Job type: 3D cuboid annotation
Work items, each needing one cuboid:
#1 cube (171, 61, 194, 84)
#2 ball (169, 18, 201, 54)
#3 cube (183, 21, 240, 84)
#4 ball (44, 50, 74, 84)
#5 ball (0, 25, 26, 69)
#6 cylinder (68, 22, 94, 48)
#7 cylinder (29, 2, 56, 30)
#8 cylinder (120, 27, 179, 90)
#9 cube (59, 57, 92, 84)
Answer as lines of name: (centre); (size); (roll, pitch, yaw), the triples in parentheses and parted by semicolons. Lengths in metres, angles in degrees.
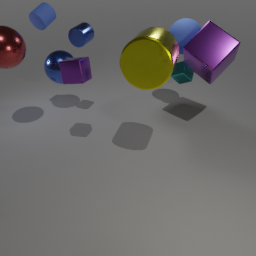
cube: (2.425, -2.463, 12.419); (0.700, 0.700, 0.700); (-6, 61, 46)
ball: (2.334, -3.726, 11.434); (1.400, 1.400, 1.400); (0, 31, 0)
cube: (3.043, -2.754, 10.400); (1.400, 1.400, 1.400); (44, 91, 17)
ball: (-2.863, -2.600, 11.976); (1.400, 1.400, 1.400); (0, 31, 0)
ball: (-4.170, -2.708, 9.433); (1.400, 1.400, 1.400); (0, 31, 0)
cylinder: (-1.677, -3.354, 10.085); (0.700, 0.700, 0.700); (12, 39, 19)
cylinder: (-3.078, -4.029, 10.107); (0.700, 0.700, 0.700); (18, 59, 26)
cylinder: (0.627, -1.932, 7.697); (1.400, 1.400, 1.400); (8, 31, 13)
cube: (-1.602, -1.778, 8.649); (0.700, 0.700, 0.700); (1, 23, 18)
